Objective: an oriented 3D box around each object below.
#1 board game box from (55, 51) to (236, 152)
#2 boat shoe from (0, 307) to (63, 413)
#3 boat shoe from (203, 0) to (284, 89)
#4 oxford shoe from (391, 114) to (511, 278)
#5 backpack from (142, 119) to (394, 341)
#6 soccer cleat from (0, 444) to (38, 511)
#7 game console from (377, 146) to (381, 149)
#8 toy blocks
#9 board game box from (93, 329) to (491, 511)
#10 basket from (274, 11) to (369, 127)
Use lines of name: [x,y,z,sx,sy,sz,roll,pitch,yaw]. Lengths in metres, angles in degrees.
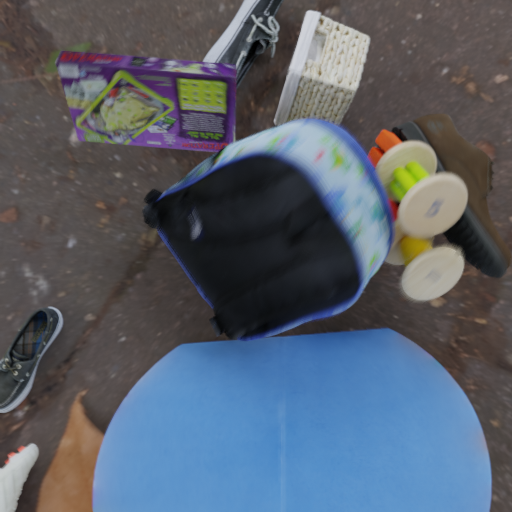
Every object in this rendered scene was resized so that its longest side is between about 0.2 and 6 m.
board game box: [-1.683,-2.442,9.072,2.708,1.625,0.437,5,51,0]
boat shoe: [-3.925,1.694,9.337,0.655,0.540,1.909,25,78,6]
boat shoe: [-0.019,-4.132,10.468,0.854,0.923,2.500,34,80,11]
oxford shoe: [3.025,-0.951,7.975,1.103,0.949,2.612,-24,79,-4]
backpack: [0.410,-0.488,8.151,2.227,3.031,2.774,-40,103,-43]
soccer cleat: [-4.002,3.869,8.816,0.770,0.688,1.986,39,87,3]
game console: [2.747,-1.749,9.699,1.071,1.242,0.737,39,102,12]
toy blocks: [2.052,-0.893,8.275,0.913,2.096,2.515,-17,39,-3]
board game box: [0.454,3.043,8.054,5.374,1.046,4.246,-6,38,6]
basket: [1.107,-3.048,9.768,1.158,1.877,1.272,17,74,-3]
